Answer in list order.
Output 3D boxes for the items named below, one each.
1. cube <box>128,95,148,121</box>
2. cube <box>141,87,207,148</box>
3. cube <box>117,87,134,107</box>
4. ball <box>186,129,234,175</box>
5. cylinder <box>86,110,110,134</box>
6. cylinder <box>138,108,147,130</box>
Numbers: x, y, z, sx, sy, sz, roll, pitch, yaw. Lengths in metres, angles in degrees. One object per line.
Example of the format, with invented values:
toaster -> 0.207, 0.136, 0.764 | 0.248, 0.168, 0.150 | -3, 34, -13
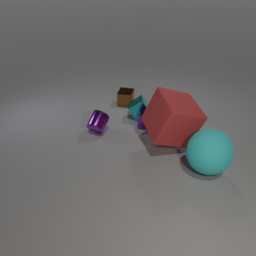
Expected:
cube -> 0.483, -0.871, 12.089 | 0.700, 0.700, 0.700 | -30, 22, 18
cube -> 1.508, -0.338, 9.476 | 1.400, 1.400, 1.400 | 8, 38, -27
cube -> -0.102, -1.460, 13.367 | 0.700, 0.700, 0.700 | 7, 35, 11
ball -> 2.478, 0.721, 8.524 | 1.400, 1.400, 1.400 | 0, 29, 0
cylinder -> -1.166, -0.235, 10.933 | 0.700, 0.700, 0.700 | 13, 66, 23
cylinder -> 0.777, -0.384, 11.485 | 0.700, 0.700, 0.700 | 1, 29, 2
